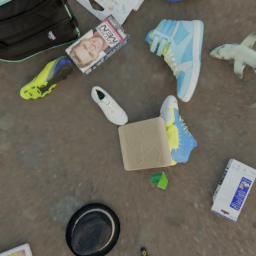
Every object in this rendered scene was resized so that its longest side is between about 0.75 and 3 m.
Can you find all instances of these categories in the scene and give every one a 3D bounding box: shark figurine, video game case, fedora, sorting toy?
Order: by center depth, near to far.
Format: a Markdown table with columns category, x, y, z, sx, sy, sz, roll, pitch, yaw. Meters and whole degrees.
| category | x | y | z | sx | sy | sz | roll | pitch | yaw |
| --- | --- | --- | --- | --- | --- | --- | --- | --- | --- |
| fedora | -1.109 | 3.240 | 8.553 | 1.838 | 0.840 | 1.838 | 0 | 86 | 2 |
| video game case | -3.790 | 5.139 | 8.630 | 2.208 | 0.287 | 2.425 | -19 | 86 | -6 |
| sorting toy | 0.583 | 0.864 | 8.817 | 1.615 | 0.322 | 2.185 | -12 | 85 | 30 |
| shark figurine | 4.087 | -1.932 | 8.997 | 1.570 | 1.097 | 2.628 | -41 | 77 | 31 |

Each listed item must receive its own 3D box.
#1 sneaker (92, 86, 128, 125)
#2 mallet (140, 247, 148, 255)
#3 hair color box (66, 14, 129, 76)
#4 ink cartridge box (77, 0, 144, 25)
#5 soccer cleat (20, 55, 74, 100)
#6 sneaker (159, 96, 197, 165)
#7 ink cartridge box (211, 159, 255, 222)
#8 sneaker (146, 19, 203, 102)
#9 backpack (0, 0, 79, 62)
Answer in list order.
| category | x | y | z | sx | sy | sz | roll | pitch | yaw |
| --- | --- | --- | --- | --- | --- | --- | --- | --- | --- |
| sneaker | -0.633 | -0.705 | 9.005 | 0.554 | 0.632 | 1.577 | -44 | 88 | -5 |
| mallet | 0.704 | 4.731 | 8.745 | 0.622 | 0.389 | 1.890 | -28 | 81 | 2 |
| hair color box | -0.972 | -2.686 | 9.116 | 1.894 | 0.573 | 0.947 | -39 | 91 | -1 |
| ink cartridge box | -0.602 | -4.702 | 9.396 | 2.302 | 0.501 | 1.998 | 40 | 111 | 2 |
| soccer cleat | -2.666 | -1.646 | 9.179 | 1.974 | 0.638 | 0.826 | -34 | 55 | 2 |
| sneaker | 1.593 | 0.106 | 8.928 | 1.155 | 0.833 | 2.199 | 5 | 93 | -12 |
| ink cartridge box | 3.341 | 1.971 | 8.929 | 0.889 | 0.351 | 1.788 | 27 | 85 | 2 |
| sneaker | 1.365 | -2.214 | 8.925 | 1.764 | 1.074 | 2.701 | 8 | 76 | -1 |
| backpack | -3.206 | -3.382 | 8.346 | 2.784 | 2.447 | 2.134 | -31 | 70 | -2 |
